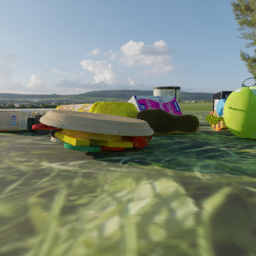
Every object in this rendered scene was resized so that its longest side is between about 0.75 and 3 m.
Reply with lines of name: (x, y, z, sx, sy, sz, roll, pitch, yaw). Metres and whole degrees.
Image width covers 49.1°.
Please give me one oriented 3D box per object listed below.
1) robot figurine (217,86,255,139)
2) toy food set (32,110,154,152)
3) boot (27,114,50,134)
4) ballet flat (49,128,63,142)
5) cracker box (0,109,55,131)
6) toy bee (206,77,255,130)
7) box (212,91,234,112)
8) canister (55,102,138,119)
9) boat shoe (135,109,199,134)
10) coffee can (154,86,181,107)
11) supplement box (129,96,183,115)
robot figurine: (3.876, -0.431, 7.866, 2.522, 1.459, 2.212, -1, -18, -3)
toy food set: (-0.731, 0.021, 6.326, 2.576, 0.633, 2.603, 4, 7, -34)
boot: (-2.645, -0.158, 9.773, 1.235, 0.655, 1.876, 0, 7, -37)
ballet flat: (-1.353, 0.242, 6.778, 1.390, 0.395, 0.462, 11, 26, 34)
cracker box: (-4.125, -0.356, 11.114, 2.729, 0.787, 1.828, -4, 6, -36)
toy bee: (3.559, -0.360, 9.588, 1.748, 1.451, 2.670, -8, -21, 9)
box: (6.095, -1.078, 14.762, 2.854, 1.676, 2.807, 2, 5, 8)
canister: (-1.131, -0.325, 9.351, 2.423, 1.049, 1.799, 3, 5, 45)
boat shoe: (1.243, -0.183, 9.287, 2.226, 0.812, 0.700, 1, -4, -18)
coffee can: (1.988, -1.159, 14.334, 1.371, 1.873, 1.371, 0, 5, 0)
supplement box: (0.908, -0.538, 10.214, 1.891, 0.957, 0.978, -4, -27, -34)
